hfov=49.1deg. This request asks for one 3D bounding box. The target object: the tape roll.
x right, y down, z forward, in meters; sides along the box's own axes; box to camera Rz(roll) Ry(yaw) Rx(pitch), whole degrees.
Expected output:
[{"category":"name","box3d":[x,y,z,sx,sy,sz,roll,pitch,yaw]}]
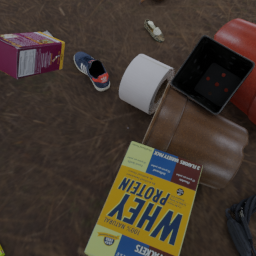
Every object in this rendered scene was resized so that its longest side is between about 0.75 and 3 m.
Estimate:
[{"category":"tape roll","box3d":[0.601,-1.388,8.934,1.120,1.631,1.631,29,64,17]}]

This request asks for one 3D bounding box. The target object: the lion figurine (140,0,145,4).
[{"category":"lion figurine","box3d":[1.448,-6.318,12.352,1.565,0.926,2.555,14,74,-1]}]

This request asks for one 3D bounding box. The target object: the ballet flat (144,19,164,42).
[{"category":"ballet flat","box3d":[1.015,-3.892,11.070,0.400,0.444,1.180,-30,64,-13]}]

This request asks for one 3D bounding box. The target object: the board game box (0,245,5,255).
[{"category":"board game box","box3d":[-3.604,3.269,7.042,0.842,0.201,0.428,-33,65,-18]}]

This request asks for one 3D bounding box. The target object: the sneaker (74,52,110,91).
[{"category":"sneaker","box3d":[-1.282,-2.222,9.873,0.740,0.834,1.975,-34,65,-18]}]

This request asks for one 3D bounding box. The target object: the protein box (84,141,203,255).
[{"category":"protein box","box3d":[0.388,2.086,6.439,1.645,2.420,2.438,18,61,10]}]

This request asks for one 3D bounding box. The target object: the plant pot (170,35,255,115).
[{"category":"plant pot","box3d":[2.258,-1.263,7.328,1.469,1.303,1.466,39,103,22]}]

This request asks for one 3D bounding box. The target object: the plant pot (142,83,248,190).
[{"category":"plant pot","box3d":[1.709,0.352,7.622,2.402,2.427,2.427,23,62,5]}]

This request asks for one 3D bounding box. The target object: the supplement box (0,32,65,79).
[{"category":"supplement box","box3d":[-2.617,-1.976,7.443,1.050,0.828,1.604,28,32,22]}]

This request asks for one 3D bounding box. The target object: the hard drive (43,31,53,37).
[{"category":"hard drive","box3d":[-3.456,-3.008,10.647,1.569,0.297,1.096,-34,65,-17]}]

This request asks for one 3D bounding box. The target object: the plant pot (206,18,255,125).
[{"category":"plant pot","box3d":[3.989,-1.737,8.615,2.953,2.953,2.872,-35,57,-19]}]

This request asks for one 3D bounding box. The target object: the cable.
[{"category":"cable","box3d":[3.745,2.927,7.083,2.069,0.644,2.536,-13,58,-13]}]
